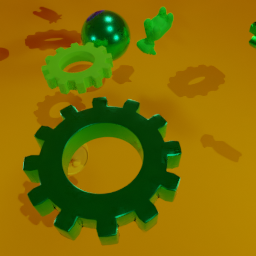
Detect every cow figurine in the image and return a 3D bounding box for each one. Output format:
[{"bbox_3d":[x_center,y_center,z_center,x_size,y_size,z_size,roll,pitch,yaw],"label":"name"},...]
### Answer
[{"bbox_3d":[0.720,-2.505,7.442,1.116,1.098,0.612,-42,75,-6],"label":"cow figurine"}]

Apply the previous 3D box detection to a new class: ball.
[{"bbox_3d":[-0.575,-2.374,7.279,1.292,1.292,1.292,0,53,0],"label":"ball"}]

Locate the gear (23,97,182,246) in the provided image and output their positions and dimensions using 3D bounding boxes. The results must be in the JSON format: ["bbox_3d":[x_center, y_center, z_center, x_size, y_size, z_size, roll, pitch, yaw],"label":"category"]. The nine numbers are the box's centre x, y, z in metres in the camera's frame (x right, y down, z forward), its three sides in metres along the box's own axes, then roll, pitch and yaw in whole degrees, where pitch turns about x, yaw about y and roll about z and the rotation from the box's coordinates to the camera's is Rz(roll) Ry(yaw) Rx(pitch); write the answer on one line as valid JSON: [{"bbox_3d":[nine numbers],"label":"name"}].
[{"bbox_3d":[-0.232,0.330,2.717,1.455,0.269,1.455,-1,54,1],"label":"gear"}]

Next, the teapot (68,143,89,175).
[{"bbox_3d":[-0.983,0.487,4.586,0.578,0.734,1.181,30,86,48],"label":"teapot"}]

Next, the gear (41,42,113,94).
[{"bbox_3d":[-1.090,-1.338,6.115,1.500,0.277,1.500,-3,48,3],"label":"gear"}]

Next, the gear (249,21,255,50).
[{"bbox_3d":[3.557,-2.571,6.220,1.959,1.959,0.362,-28,56,-19],"label":"gear"}]
